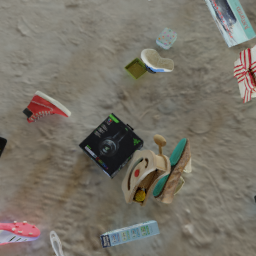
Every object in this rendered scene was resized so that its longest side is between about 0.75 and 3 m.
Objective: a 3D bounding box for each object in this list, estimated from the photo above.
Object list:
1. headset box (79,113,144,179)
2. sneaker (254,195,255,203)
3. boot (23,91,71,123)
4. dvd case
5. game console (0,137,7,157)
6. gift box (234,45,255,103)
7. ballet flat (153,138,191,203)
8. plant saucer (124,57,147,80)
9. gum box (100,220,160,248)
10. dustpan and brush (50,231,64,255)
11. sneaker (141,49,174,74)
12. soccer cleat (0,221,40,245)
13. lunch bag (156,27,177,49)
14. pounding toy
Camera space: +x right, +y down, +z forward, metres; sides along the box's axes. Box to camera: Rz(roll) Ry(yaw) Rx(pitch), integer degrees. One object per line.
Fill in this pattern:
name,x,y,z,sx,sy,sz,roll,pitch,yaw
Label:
headset box,-0.540,0.619,10.346,1.631,0.869,1.873,43,78,12
sneaker,5.611,2.178,9.826,2.565,0.967,1.017,-33,74,-10
boot,-3.174,-0.544,10.855,1.756,0.636,1.267,27,75,16
dvd case,3.166,-3.693,9.072,0.323,2.939,2.145,-29,97,15
game console,-5.345,0.812,10.685,1.022,0.676,1.162,24,72,-24
gift box,5.166,-2.031,10.723,1.844,1.974,1.822,-2,71,-15
ballet flat,1.782,1.586,10.183,0.847,0.857,2.518,33,80,-12
plant saucer,0.353,-2.428,11.643,0.776,0.186,0.778,-40,77,-11
gum box,0.066,3.430,9.142,1.780,1.512,0.396,-14,74,-4
dustpan and brush,-2.008,4.680,9.141,1.885,0.773,2.701,-21,74,-6
sneaker,0.739,-2.133,9.084,0.831,1.494,0.573,4,90,44
soccer cleat,-4.057,3.666,9.604,2.070,0.690,0.791,7,104,-4
lunch bag,1.660,-3.809,11.990,0.700,0.336,0.873,35,76,7
pounding toy,0.929,1.536,9.627,1.416,1.412,2.469,20,95,-27
